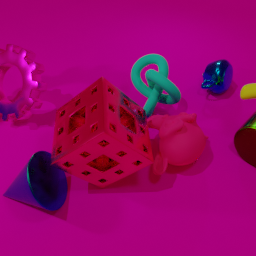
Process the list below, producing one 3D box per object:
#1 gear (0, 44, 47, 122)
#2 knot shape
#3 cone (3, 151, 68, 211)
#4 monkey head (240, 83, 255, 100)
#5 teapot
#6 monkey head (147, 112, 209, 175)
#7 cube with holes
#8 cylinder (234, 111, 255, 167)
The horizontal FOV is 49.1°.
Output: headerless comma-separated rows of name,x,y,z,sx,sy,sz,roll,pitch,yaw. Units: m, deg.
gear,-2.964,-1.126,7.171,1.909,1.909,0.353,23,11,20
knot shape,0.622,-1.140,7.039,0.740,1.602,1.499,-11,75,-22
cone,-2.110,1.231,5.768,1.225,1.221,1.221,-20,46,17
monkey head,2.936,-0.512,5.602,1.177,0.986,1.636,-2,38,37
teapot,2.553,-1.515,8.068,0.769,0.977,1.571,16,43,36
monkey head,1.050,0.241,6.430,1.881,1.134,1.353,-30,26,-35
cube with holes,-0.524,0.148,5.718,1.388,1.388,1.388,-31,45,28
cylinder,3.216,0.153,6.348,1.168,1.168,1.168,35,57,27
